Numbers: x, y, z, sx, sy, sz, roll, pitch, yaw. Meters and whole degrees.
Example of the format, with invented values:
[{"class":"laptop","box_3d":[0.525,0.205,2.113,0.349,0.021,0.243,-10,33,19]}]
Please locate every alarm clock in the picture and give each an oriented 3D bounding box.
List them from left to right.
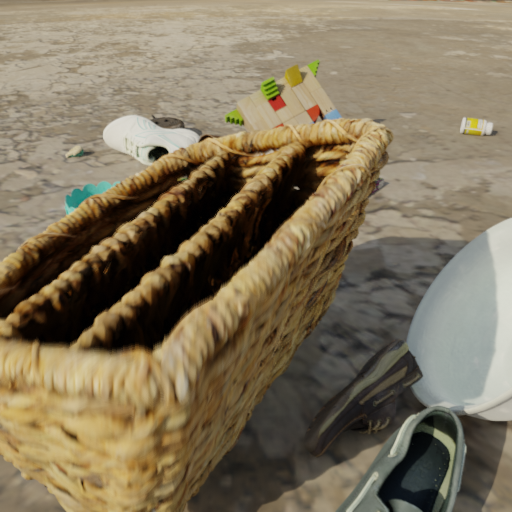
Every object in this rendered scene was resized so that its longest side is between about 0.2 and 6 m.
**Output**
[{"class":"alarm clock","box_3d":[-2.403,-3.375,15.214,1.131,0.558,1.677,-22,40,-33]}]

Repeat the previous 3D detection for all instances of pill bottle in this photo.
[{"class":"pill bottle","box_3d":[6.148,-3.592,15.634,0.790,0.444,0.444,11,32,13]}]

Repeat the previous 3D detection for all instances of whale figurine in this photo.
[{"class":"whale figurine","box_3d":[-4.602,-2.599,14.224,0.463,0.240,0.368,-31,40,-4]}]

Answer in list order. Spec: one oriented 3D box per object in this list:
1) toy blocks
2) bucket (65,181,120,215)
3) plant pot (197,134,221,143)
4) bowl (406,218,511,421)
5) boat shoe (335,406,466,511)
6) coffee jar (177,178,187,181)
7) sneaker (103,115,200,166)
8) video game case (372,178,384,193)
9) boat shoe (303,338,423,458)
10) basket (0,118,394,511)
[{"class":"toy blocks","box_3d":[0.853,-3.396,13.964,2.719,1.358,1.858,-30,82,-9]},{"class":"bucket","box_3d":[-2.746,-0.701,10.289,1.399,0.910,1.399,-1,31,0]},{"class":"plant pot","box_3d":[-0.649,-2.269,12.944,1.157,1.082,1.082,-10,31,-36]},{"class":"bowl","box_3d":[3.087,0.892,6.596,1.191,2.649,2.649,32,29,-11]},{"class":"boat shoe","box_3d":[1.166,2.378,4.987,0.974,0.826,2.674,28,45,24]},{"class":"coffee jar","box_3d":[-0.893,-1.055,10.791,2.013,0.859,1.050,3,7,4]},{"class":"sneaker","box_3d":[-2.710,-2.764,13.737,2.776,0.976,1.112,14,36,21]},{"class":"video game case","box_3d":[2.096,-1.626,12.530,1.168,0.209,1.059,21,36,31]},{"class":"boat shoe","box_3d":[1.299,1.692,6.397,1.775,0.661,0.651,-39,79,-22]},{"class":"basket","box_3d":[-0.862,0.067,5.328,2.763,2.884,3.871,29,47,16]}]
